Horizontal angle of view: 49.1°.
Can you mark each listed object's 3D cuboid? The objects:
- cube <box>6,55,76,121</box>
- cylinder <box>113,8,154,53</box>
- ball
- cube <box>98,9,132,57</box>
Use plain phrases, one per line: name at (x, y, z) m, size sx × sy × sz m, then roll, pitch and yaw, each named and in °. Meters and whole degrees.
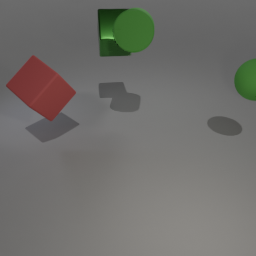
cube at (-2.957, -1.342, 9.677) m, size 1.400 × 1.400 × 1.400 m, roll 37°, pitch 85°, yaw 24°
cylinder at (0.241, -3.516, 9.998) m, size 1.400 × 1.400 × 1.400 m, roll 3°, pitch 25°, yaw 4°
ball at (4.289, -1.607, 9.340) m, size 1.400 × 1.400 × 1.400 m, roll 0°, pitch 32°, yaw 0°
cube at (-0.530, -3.956, 11.721) m, size 1.400 × 1.400 × 1.400 m, roll -3°, pitch 76°, yaw -7°
